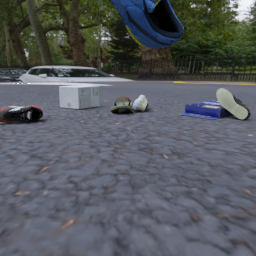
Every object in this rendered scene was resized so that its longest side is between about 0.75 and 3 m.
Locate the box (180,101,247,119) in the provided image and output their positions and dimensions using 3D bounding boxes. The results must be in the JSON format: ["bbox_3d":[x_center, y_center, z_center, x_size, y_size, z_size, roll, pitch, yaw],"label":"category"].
[{"bbox_3d":[3.460,-0.768,11.306,2.613,0.423,1.583,-12,18,-41],"label":"box"}]

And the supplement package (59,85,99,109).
[{"bbox_3d":[-2.296,-1.492,13.293,1.320,1.015,1.380,9,15,37],"label":"supplement package"}]

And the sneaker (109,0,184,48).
[{"bbox_3d":[-0.020,-2.043,3.832,2.295,0.756,0.900,42,-11,-30],"label":"sneaker"}]

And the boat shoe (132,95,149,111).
[{"bbox_3d":[0.618,-1.019,12.391,0.559,0.648,1.801,26,19,5],"label":"boat shoe"}]

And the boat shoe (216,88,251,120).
[{"bbox_3d":[3.835,-0.876,10.258,0.468,0.547,1.494,-2,46,-49],"label":"boat shoe"}]

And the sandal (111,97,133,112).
[{"bbox_3d":[-0.253,-1.052,12.067,0.905,0.651,2.280,0,12,2],"label":"sandal"}]

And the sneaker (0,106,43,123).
[{"bbox_3d":[-3.580,-0.458,9.384,1.586,0.561,0.775,-6,11,-34],"label":"sneaker"}]
